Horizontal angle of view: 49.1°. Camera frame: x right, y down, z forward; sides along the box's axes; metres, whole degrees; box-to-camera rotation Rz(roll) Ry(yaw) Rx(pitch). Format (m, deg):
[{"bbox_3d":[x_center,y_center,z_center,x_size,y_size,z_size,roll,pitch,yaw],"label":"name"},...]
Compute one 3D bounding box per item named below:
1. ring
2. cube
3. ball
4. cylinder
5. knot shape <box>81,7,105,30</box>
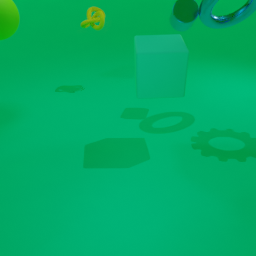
[{"bbox_3d":[2.921,-3.525,7.928,1.847,1.847,0.369,-7,69,-13],"label":"ring"},{"bbox_3d":[0.748,-1.491,6.746,1.151,1.151,1.151,-2,37,0],"label":"cube"},{"bbox_3d":[-3.831,-3.213,8.018,1.353,1.353,1.353,0,28,0],"label":"ball"},{"bbox_3d":[1.712,-3.475,8.610,0.783,0.783,0.783,1,2,1],"label":"cylinder"},{"bbox_3d":[-1.372,-4.170,10.831,1.023,0.505,1.094,-27,52,10],"label":"knot shape"}]
